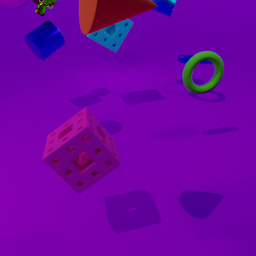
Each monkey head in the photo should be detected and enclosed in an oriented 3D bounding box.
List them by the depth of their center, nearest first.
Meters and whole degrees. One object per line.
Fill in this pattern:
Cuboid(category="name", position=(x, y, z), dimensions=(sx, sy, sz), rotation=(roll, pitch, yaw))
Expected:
Cuboid(category="monkey head", position=(-2.770, -4.038, 8.843), dimensions=(0.790, 0.944, 1.312), rotation=(25, 4, 36))

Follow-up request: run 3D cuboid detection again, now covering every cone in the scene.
Cuboid(category="cone", position=(-0.043, -1.483, 3.258), dimensions=(0.877, 0.874, 0.874), rotation=(0, 28, -23))

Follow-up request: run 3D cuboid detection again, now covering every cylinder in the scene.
Cuboid(category="cylinder", position=(-2.667, -2.806, 9.010), dimensions=(0.916, 0.916, 0.916), rotation=(-45, 47, -18))
Cuboid(category="cylinder", position=(1.306, -4.557, 10.077), dimensions=(0.824, 0.824, 0.824), rotation=(23, 32, 0))

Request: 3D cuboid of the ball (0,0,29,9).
Cuboid(category="ball", position=(-2.536, -3.071, 5.971), dimensions=(0.976, 0.976, 0.976), rotation=(0, 30, 0))

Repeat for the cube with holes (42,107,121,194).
Cuboid(category="cube with holes", position=(-0.746, 0.349, 4.601), dimensions=(0.845, 0.845, 0.845), rotation=(-36, 25, 6))

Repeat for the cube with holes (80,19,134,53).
Cuboid(category="cube with holes", position=(-0.700, -3.304, 9.019), dimensions=(1.076, 1.076, 1.076), rotation=(21, 23, -35))

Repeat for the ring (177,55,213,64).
Cuboid(category="ring", position=(2.458, -2.438, 9.975), dimensions=(1.393, 0.279, 1.393), rotation=(2, 15, -1))

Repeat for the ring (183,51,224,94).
Cuboid(category="ring", position=(1.960, -1.418, 7.280), dimensions=(1.139, 1.139, 0.228), rotation=(-7, 31, -12))
